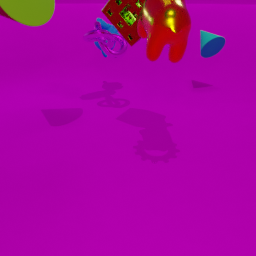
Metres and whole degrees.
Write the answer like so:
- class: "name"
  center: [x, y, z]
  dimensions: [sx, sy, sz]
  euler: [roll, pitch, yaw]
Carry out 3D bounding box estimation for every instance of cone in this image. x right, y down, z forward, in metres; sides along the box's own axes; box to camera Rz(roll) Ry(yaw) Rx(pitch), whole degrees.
- class: "cone"
  center: [2.919, -3.309, 10.393]
  dimensions: [0.981, 0.981, 0.985]
  euler: [-11, 60, -21]
- class: "cone"
  center: [-2.609, -2.765, 6.236]
  dimensions: [1.388, 1.383, 1.383]
  euler: [-4, 17, 43]

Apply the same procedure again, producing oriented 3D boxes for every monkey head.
- class: "monkey head"
  center: [-0.882, -3.231, 9.795]
  dimensions: [1.097, 0.919, 1.524]
  euler: [27, 34, -46]

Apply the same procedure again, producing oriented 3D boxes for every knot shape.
- class: "knot shape"
  center: [-0.701, -2.596, 8.107]
  dimensions: [1.307, 0.604, 1.223]
  euler: [19, 26, -34]

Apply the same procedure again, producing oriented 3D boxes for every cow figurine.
- class: "cow figurine"
  center: [0.675, -2.222, 4.787]
  dimensions: [0.956, 1.714, 1.742]
  euler: [1, 47, -11]

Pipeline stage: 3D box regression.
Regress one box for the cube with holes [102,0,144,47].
- class: "cube with holes"
  center: [0.266, -2.569, 5.946]
  dimensions: [0.977, 0.977, 0.977]
  euler: [-31, 14, 49]
